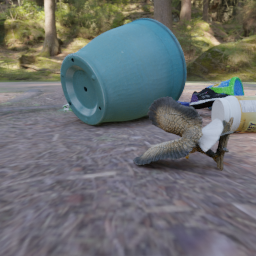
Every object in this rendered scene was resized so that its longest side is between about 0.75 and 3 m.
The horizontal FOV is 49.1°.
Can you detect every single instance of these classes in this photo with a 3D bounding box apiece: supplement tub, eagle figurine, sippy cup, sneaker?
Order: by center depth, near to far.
[{"bbox_3d":[0.832,0.171,4.429,1.447,1.092,1.098,15,25,15],"label":"eagle figurine"},{"bbox_3d":[2.782,-0.344,6.859,1.242,0.897,0.897,-2,11,-6],"label":"supplement tub"},{"bbox_3d":[2.687,-1.054,9.125,0.581,0.672,1.535,21,-17,-41],"label":"sneaker"},{"bbox_3d":[3.631,-1.217,10.703,1.238,1.689,1.326,-4,46,38],"label":"sippy cup"}]

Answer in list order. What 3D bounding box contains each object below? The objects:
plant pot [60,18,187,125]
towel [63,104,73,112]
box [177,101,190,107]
[{"bbox_3d":[-0.307,-1.448,8.214,2.771,2.949,2.949,-28,26,-36],"label":"plant pot"},{"bbox_3d":[-1.321,-0.879,11.213,2.244,0.263,1.712,0,11,0],"label":"towel"},{"bbox_3d":[1.907,-0.909,11.317,1.835,0.297,1.112,-5,12,-30],"label":"box"}]
